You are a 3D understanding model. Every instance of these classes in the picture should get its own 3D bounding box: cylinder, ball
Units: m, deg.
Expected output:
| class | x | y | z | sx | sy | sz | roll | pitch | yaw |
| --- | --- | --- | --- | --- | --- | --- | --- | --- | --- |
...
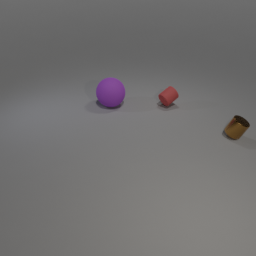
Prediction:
| class | x | y | z | sx | sy | sz | roll | pitch | yaw |
| --- | --- | --- | --- | --- | --- | --- | --- | --- | --- |
| cylinder | 4.285 | -0.025 | 11.017 | 0.700 | 0.700 | 0.700 | 17 | 37 | -13 |
| ball | -0.825 | -1.704 | 13.373 | 1.400 | 1.400 | 1.400 | 0 | 30 | 0 |
| cylinder | 1.934 | -1.524 | 13.395 | 0.700 | 0.700 | 0.700 | -39 | 42 | -13 |
